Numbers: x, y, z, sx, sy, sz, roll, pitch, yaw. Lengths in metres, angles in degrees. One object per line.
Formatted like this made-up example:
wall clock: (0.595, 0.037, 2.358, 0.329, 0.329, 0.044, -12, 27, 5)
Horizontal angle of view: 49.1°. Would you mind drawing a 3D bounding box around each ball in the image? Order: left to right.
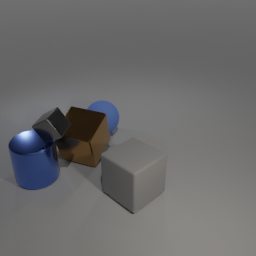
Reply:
ball: (-1.056, -0.429, 11.452, 1.400, 1.400, 1.400, 0, 30, 0)

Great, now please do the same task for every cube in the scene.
cube: (-2.292, -0.074, 8.436, 0.700, 0.700, 0.700, -20, 27, 30)
cube: (-1.577, 0.298, 9.867, 1.400, 1.400, 1.400, 12, 49, 16)
cube: (0.172, 1.344, 8.354, 1.400, 1.400, 1.400, -25, 37, -39)

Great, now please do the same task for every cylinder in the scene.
cylinder: (-2.978, 0.994, 8.986, 1.400, 1.400, 1.400, 2, 31, -1)
